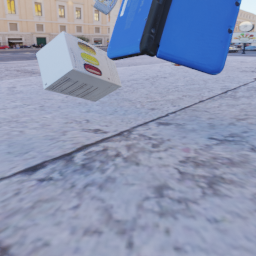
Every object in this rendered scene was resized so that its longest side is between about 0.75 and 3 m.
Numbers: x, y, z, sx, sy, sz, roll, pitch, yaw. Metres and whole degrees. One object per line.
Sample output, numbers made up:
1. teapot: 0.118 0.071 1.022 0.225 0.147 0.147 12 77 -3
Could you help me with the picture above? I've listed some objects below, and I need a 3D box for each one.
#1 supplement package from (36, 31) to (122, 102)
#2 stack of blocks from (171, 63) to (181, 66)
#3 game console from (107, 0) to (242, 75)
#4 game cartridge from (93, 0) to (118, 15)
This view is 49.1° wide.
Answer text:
1. supplement package: -0.888 -1.084 5.311 0.760 0.789 1.387 -26 -18 29
2. stack of blocks: 1.426 -3.031 7.776 0.721 2.461 1.417 -7 6 23
3. game console: 0.653 -1.663 4.000 1.019 1.723 1.471 21 -6 -35
4. game cartridge: -0.725 -4.546 9.954 0.633 0.950 0.197 30 -1 0
